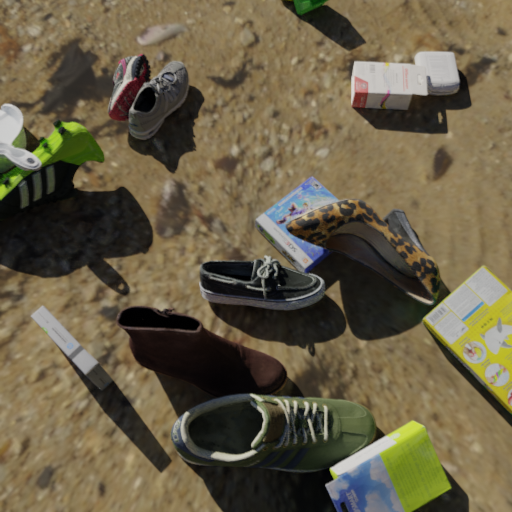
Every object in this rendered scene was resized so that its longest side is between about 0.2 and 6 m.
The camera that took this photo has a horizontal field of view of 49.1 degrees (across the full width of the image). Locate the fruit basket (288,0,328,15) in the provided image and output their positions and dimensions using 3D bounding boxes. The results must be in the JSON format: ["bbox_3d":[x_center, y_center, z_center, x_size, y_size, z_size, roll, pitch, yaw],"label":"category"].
[{"bbox_3d":[1.103,-6.641,13.761,0.961,1.332,1.332,-29,68,-13],"label":"fruit basket"}]

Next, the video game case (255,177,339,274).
[{"bbox_3d":[1.043,-0.632,11.195,1.593,0.362,1.444,-39,71,-17],"label":"video game case"}]

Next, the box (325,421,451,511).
[{"bbox_3d":[2.053,3.600,8.919,1.861,0.443,1.135,-25,93,-12],"label":"box"}]

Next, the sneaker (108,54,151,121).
[{"bbox_3d":[-2.921,-3.721,12.535,0.681,0.735,1.824,1,56,19],"label":"sneaker"}]

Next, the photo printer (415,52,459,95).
[{"bbox_3d":[4.162,-4.164,12.863,0.913,0.381,1.097,0,65,-1],"label":"photo printer"}]

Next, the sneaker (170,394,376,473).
[{"bbox_3d":[0.314,2.804,8.899,3.424,1.537,1.148,-3,65,-1],"label":"sneaker"}]

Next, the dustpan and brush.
[{"bbox_3d":[-5.229,-2.151,11.164,3.294,0.943,2.299,31,59,24],"label":"dustpan and brush"}]

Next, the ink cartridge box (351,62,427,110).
[{"bbox_3d":[2.977,-3.820,12.614,1.601,0.540,0.932,4,64,4],"label":"ink cartridge box"}]

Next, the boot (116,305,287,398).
[{"bbox_3d":[-0.794,1.603,9.080,2.699,2.245,0.977,9,65,4],"label":"boot"}]

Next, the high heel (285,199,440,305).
[{"bbox_3d":[2.027,0.023,10.173,2.878,1.028,2.052,-2,56,-27],"label":"high heel"}]

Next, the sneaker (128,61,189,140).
[{"bbox_3d":[-2.093,-3.540,12.281,0.786,0.862,2.103,21,67,7],"label":"sneaker"}]

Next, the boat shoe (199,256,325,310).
[{"bbox_3d":[0.116,0.405,10.365,2.340,0.799,0.864,5,40,7],"label":"boat shoe"}]

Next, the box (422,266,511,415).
[{"bbox_3d":[4.376,1.600,9.777,1.512,0.623,2.577,-42,68,3],"label":"box"}]

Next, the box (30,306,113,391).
[{"bbox_3d":[-3.167,1.614,9.691,1.471,1.147,0.303,41,70,17],"label":"box"}]

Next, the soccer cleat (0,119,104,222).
[{"bbox_3d":[-4.407,-1.362,11.186,3.098,1.256,1.046,-39,42,3],"label":"soccer cleat"}]
